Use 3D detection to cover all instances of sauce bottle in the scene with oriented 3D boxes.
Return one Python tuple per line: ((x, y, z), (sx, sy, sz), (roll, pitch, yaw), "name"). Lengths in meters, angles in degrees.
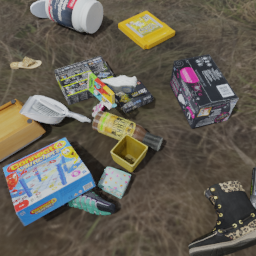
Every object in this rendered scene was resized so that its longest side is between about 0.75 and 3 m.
((-0.018, 0.134, 11.150), (2.821, 0.913, 0.913), (19, 57, 14), "sauce bottle")

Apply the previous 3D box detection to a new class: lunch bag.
((-0.503, 1.924, 10.082), (0.996, 0.607, 0.849), (22, 58, 8), "lunch bag")

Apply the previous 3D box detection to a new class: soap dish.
((-4.890, 0.070, 11.123), (2.500, 1.016, 1.967), (-34, 62, -21), "soap dish")

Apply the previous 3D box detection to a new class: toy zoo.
((-0.940, -1.287, 10.281), (1.472, 0.966, 0.151), (43, 64, 14), "toy zoo")

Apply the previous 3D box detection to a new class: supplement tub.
((-2.881, -6.320, 15.076), (2.664, 1.869, 1.869), (25, 59, 17), "supplement tub")

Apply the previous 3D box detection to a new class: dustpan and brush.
((-2.875, -0.645, 11.658), (2.686, 0.769, 1.875), (28, 22, -17), "dustpan and brush")

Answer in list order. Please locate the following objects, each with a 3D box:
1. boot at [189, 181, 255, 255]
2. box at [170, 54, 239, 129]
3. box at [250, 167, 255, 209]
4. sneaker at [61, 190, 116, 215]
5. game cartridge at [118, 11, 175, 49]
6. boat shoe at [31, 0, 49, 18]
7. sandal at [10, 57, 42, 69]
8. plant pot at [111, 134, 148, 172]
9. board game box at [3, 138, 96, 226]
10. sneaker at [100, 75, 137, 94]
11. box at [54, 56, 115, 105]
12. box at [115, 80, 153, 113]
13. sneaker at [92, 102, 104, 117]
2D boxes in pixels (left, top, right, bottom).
((3.013, 2.950, 9.144), (2.685, 0.982, 2.021), (-18, 50, 1), "boot")
((3.120, -1.584, 11.969), (1.780, 1.546, 2.695), (-12, 57, -10), "box")
((4.901, 2.285, 9.427), (1.410, 0.390, 1.760), (8, 78, 19), "box")
((-1.473, 2.273, 9.713), (2.309, 0.859, 1.011), (12, 51, 9), "sneaker")
((1.008, -5.400, 15.350), (2.136, 0.393, 2.423), (-32, 60, -21), "game cartridge")
((-4.290, -7.224, 16.311), (2.860, 1.000, 0.947), (-23, 49, -15), "boat shoe")
((-5.060, -3.248, 13.770), (1.508, 0.496, 0.553), (-7, 55, -5), "sandal")
((0.043, 1.053, 10.428), (1.005, 1.028, 0.999), (31, 61, 19), "plant pot")
((-2.779, 1.684, 9.669), (2.516, 0.703, 2.463), (-28, 38, -18), "board game box")
((-0.370, -1.668, 10.610), (1.575, 0.587, 0.686), (8, 55, 21), "sneaker")
((-1.975, -2.269, 13.060), (2.424, 0.537, 1.942), (-22, 58, -15), "box")
((0.200, -1.412, 12.565), (1.483, 0.364, 1.195), (-24, 61, -16), "box")
((-1.291, -0.853, 12.147), (0.441, 0.406, 0.999), (12, 55, 6), "sneaker")
